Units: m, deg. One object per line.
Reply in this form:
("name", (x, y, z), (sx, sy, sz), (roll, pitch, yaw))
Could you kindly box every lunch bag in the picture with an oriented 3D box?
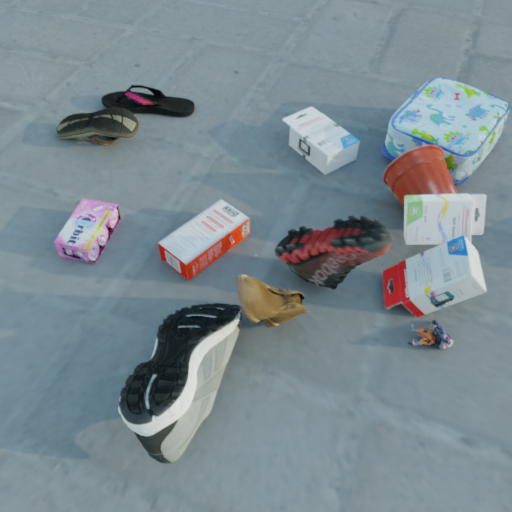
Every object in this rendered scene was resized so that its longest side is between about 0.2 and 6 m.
("lunch bag", (4.195, -2.834, 12.474), (2.138, 1.097, 2.660), (29, 55, 22))

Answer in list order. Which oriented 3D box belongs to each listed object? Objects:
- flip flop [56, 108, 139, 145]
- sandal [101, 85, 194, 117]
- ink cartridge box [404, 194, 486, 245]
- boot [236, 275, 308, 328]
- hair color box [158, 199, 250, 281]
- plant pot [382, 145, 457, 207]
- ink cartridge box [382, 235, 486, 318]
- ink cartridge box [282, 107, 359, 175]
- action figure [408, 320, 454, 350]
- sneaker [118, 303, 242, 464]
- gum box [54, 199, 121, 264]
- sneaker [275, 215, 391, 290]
("flip flop", (-3.607, -2.885, 12.923), (2.149, 0.619, 0.871), (-1, 51, 20))
("sandal", (-2.664, -3.890, 13.801), (2.324, 0.524, 0.873), (6, 49, 6))
("ink cartridge box", (3.441, -0.662, 10.157), (1.437, 0.842, 0.484), (-1, 21, 10))
("boot", (0.262, 0.652, 8.674), (0.772, 2.045, 0.753), (-14, 73, 15))
("hair color box", (-0.966, -0.330, 10.644), (0.831, 0.501, 1.638), (36, 58, 28))
("plant pot", (3.340, -1.279, 11.028), (1.286, 1.286, 1.251), (-13, 63, -12))
("ink cartridge box", (3.012, 0.421, 9.636), (1.598, 0.537, 0.929), (-27, 38, 33))
("ink cartridge box", (1.414, -2.630, 12.660), (0.952, 0.548, 1.644), (-28, 54, -22))
("action figure", (2.924, 1.353, 9.342), (0.717, 0.388, 0.741), (13, 22, 3))
("sneaker", (-1.018, 1.741, 8.519), (1.137, 1.220, 3.076), (0, 30, 22))
("gum box", (-3.242, -0.469, 10.809), (0.750, 0.437, 1.321), (10, 49, 9))
("sneaker", (1.407, -0.005, 9.533), (2.301, 1.124, 0.813), (-10, 32, 47))
